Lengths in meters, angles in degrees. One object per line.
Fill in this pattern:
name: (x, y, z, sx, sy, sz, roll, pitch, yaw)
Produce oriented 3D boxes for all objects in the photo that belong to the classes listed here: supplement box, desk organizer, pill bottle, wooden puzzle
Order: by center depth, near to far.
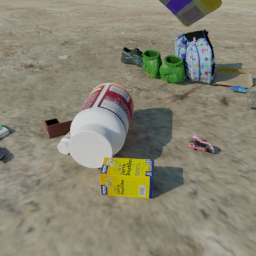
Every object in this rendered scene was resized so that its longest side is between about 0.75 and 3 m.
supplement box: (-0.008, 1.181, 6.695, 1.237, 0.677, 0.673, 2, 32, 5)
pill bottle: (-0.731, -0.131, 8.031, 1.523, 1.523, 2.696, 5, 31, 8)
pill bottle: (-1.682, 0.400, 8.194, 0.455, 0.455, 0.799, 11, 34, 18)
desk organizer: (-2.025, -0.086, 8.978, 1.193, 0.459, 0.428, -15, 35, -23)
wooden puzzle: (4.689, -2.149, 12.556, 1.755, 0.304, 2.602, 10, 32, 24)

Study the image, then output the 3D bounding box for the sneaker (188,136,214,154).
sneaker: (2.111, 0.559, 8.148, 0.400, 0.331, 0.838, -37, 42, -19)

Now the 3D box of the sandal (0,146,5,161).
sandal: (-3.660, 0.756, 7.920, 0.323, 0.182, 0.849, -5, 22, -21)

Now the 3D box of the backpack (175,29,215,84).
backpack: (2.989, -2.985, 12.397, 1.509, 2.047, 2.242, -7, 42, 4)

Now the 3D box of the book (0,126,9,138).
book: (-4.450, 0.243, 8.679, 0.785, 0.282, 1.175, 21, 36, 25)

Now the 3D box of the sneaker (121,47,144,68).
sneaker: (0.514, -3.648, 14.490, 2.044, 0.810, 0.771, 16, 33, 22)

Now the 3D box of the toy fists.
toy fists: (1.547, -2.682, 12.593, 2.284, 1.164, 0.786, 26, 61, 36)

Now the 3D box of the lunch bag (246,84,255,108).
lunch bag: (5.178, -1.271, 10.419, 1.167, 0.837, 1.423, 0, 15, 35)

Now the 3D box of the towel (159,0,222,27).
towel: (1.266, -2.591, 5.679, 0.941, 0.149, 1.310, -22, -24, 33)
